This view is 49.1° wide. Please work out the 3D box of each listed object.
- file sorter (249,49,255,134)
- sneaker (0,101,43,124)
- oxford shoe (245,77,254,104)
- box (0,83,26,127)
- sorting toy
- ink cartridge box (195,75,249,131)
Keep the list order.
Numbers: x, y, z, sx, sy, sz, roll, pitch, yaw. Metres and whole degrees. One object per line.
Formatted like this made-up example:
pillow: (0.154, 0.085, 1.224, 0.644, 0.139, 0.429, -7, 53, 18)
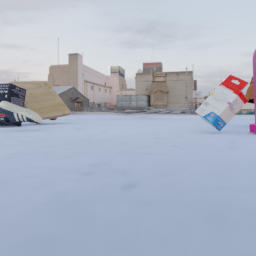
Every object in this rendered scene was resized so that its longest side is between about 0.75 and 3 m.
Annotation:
file sorter: (3.711, -0.798, 4.515, 1.958, 1.767, 2.817, -7, 5, -18)
sneaker: (-2.452, -0.238, 6.334, 0.988, 0.418, 0.370, 25, 15, -27)
oxford shoe: (4.321, -0.595, 7.328, 2.448, 0.873, 0.873, 22, -12, 30)
box: (-3.739, -0.663, 8.253, 1.149, 1.168, 0.686, 1, -9, 20)
sorting toy: (-3.241, -0.884, 10.125, 0.595, 1.701, 1.711, -47, -16, 29)
ink cartridge box: (1.960, -0.521, 5.682, 0.352, 1.046, 0.608, 37, 9, -33)
